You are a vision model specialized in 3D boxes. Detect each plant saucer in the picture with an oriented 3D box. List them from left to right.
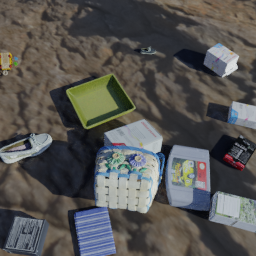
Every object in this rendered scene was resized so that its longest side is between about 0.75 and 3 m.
[{"bbox_3d":[-1.141,-1.033,11.582,2.213,0.531,2.216,-23,58,-15],"label":"plant saucer"}]

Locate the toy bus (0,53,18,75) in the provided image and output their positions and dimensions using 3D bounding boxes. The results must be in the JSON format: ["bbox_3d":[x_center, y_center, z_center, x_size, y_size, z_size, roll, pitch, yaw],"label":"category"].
[{"bbox_3d":[-5.576,-2.975,12.910,0.927,0.508,0.982,40,82,1],"label":"toy bus"}]

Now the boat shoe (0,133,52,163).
[{"bbox_3d":[-3.776,0.682,10.369,1.909,0.612,0.704,-21,58,-13],"label":"boat shoe"}]

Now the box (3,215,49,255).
[{"bbox_3d":[-3.081,3.317,8.574,1.011,0.628,1.019,6,56,4],"label":"box"}]

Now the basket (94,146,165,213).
[{"bbox_3d":[0.051,1.415,9.287,2.362,1.863,2.679,5,21,4],"label":"basket"}]

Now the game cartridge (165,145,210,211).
[{"bbox_3d":[2.072,1.658,9.779,1.508,0.463,2.265,6,56,3],"label":"game cartridge"}]

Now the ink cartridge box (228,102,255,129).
[{"bbox_3d":[4.805,-0.480,11.236,1.414,0.480,0.814,14,57,10],"label":"ink cartridge box"}]

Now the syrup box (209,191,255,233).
[{"bbox_3d":[3.684,2.719,8.865,2.000,0.814,0.787,13,59,8],"label":"syrup box"}]

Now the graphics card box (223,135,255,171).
[{"bbox_3d":[4.179,0.904,10.401,0.776,0.315,1.238,33,63,21],"label":"graphics card box"}]

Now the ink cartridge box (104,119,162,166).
[{"bbox_3d":[0.183,0.521,10.131,1.734,0.718,1.264,-19,45,-24],"label":"ink cartridge box"}]

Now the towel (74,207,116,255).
[{"bbox_3d":[-1.069,3.308,8.895,1.104,0.182,1.525,-10,58,-9],"label":"towel"}]

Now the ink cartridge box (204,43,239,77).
[{"bbox_3d":[4.296,-3.048,12.759,0.856,0.834,1.332,-35,62,-21],"label":"ink cartridge box"}]

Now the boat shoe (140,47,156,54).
[{"bbox_3d":[0.986,-3.785,13.623,0.771,0.239,0.289,3,56,2],"label":"boat shoe"}]
